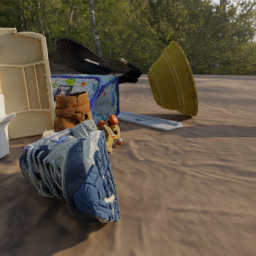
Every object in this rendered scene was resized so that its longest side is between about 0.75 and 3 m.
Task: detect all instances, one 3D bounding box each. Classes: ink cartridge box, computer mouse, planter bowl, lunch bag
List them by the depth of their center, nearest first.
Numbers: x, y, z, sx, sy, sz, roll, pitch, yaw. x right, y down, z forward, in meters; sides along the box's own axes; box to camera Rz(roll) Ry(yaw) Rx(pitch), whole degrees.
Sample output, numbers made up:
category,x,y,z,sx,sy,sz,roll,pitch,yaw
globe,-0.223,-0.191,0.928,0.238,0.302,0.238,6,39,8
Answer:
category,x,y,z,sx,sy,sz,roll,pitch,yaw
ink cartridge box,-3.359,0.044,5.327,2.060,1.290,1.324,2,13,10
lunch bag,-1.649,-0.813,8.640,2.182,1.635,2.566,5,24,18
computer mouse,-0.942,-2.043,9.321,2.870,0.661,2.015,29,-18,-38
planter bowl,1.415,-1.550,9.918,1.152,2.765,2.765,-18,14,0

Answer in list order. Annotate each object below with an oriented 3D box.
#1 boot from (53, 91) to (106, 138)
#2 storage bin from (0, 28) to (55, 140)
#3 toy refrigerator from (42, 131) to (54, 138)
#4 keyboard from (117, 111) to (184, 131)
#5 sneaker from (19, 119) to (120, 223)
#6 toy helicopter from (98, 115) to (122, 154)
category,x,y,z,sx,sy,sz,roll,pitch,yaw
boot,-0.980,-0.199,6.379,1.664,1.292,0.638,-12,18,-43
storage bin,-3.197,-1.309,8.074,1.302,2.758,2.778,-11,17,-28
toy refrigerator,-1.793,0.315,6.320,0.299,0.325,0.855,-2,14,-10
keyboard,0.431,-0.250,9.237,0.829,0.157,2.947,-17,21,-38
sneaker,-0.880,0.611,3.951,1.240,1.122,2.912,-13,8,-10
toy helicopter,-0.375,0.239,6.345,0.419,0.702,1.062,-28,26,24
